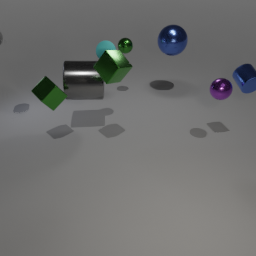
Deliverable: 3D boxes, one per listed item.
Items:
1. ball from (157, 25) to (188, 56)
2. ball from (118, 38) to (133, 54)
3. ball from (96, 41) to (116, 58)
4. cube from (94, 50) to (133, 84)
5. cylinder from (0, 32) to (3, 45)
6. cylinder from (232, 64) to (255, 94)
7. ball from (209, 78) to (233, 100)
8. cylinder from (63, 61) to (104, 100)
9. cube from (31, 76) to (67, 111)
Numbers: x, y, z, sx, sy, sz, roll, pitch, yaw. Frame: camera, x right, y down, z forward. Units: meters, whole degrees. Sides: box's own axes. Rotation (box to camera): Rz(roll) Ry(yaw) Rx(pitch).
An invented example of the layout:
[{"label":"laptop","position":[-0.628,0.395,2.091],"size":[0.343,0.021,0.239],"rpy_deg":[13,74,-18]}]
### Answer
[{"label":"ball","position":[2.079,-4.092,13.093],"size":[1.400,1.400,1.400],"rpy_deg":[0,30,0]},{"label":"ball","position":[-0.122,-3.753,12.770],"size":[0.700,0.700,0.700],"rpy_deg":[0,30,0]},{"label":"ball","position":[-0.770,-2.682,9.757],"size":[0.700,0.700,0.700],"rpy_deg":[0,30,0]},{"label":"cube","position":[-0.442,-1.812,8.303],"size":[0.700,0.700,0.700],"rpy_deg":[53,36,12]},{"label":"cylinder","position":[-4.738,-3.159,9.585],"size":[0.700,0.700,0.700],"rpy_deg":[-6,8,-10]},{"label":"cylinder","position":[3.873,-1.604,9.103],"size":[0.700,0.700,0.700],"rpy_deg":[-7,53,-11]},{"label":"ball","position":[2.954,-1.236,8.902],"size":[0.700,0.700,0.700],"rpy_deg":[0,30,0]},{"label":"cylinder","position":[-1.598,-1.733,10.207],"size":[1.400,1.400,1.400],"rpy_deg":[-1,30,-7]},{"label":"cube","position":[-2.584,-1.137,9.233],"size":[0.700,0.700,0.700],"rpy_deg":[-47,59,-3]}]
